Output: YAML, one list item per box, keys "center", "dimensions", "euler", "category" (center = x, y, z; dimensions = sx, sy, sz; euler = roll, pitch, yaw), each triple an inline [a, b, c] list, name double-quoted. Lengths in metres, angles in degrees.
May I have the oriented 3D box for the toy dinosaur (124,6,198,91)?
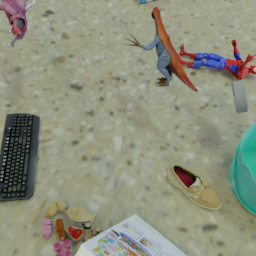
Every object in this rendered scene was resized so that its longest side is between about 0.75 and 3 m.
- center: [1.060, -2.187, 7.546]
  dimensions: [2.157, 1.958, 1.133]
  euler: [14, 27, 23]
  category: "toy dinosaur"

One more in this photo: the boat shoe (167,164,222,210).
- center: [1.794, 1.576, 7.566]
  dimensions: [1.667, 0.553, 0.617]
  euler: [31, 62, 19]
  category: "boat shoe"

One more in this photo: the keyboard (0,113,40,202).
- center: [-3.616, 0.770, 8.265]
  dimensions: [1.835, 0.297, 2.888]
  euler: [-5, 56, -3]
  category: "keyboard"

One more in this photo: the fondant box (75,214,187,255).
- center: [0.302, 2.851, 5.419]
  dimensions: [2.036, 2.822, 0.822]
  euler: [34, 95, 20]
  category: "fondant box"

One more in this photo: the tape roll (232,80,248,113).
- center: [3.019, -0.841, 7.567]
  dimensions: [0.286, 0.866, 0.866]
  euler: [-9, 55, 18]
  category: "tape roll"

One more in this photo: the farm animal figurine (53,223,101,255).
- center: [-0.844, 3.526, 5.892]
  dimensions: [2.381, 1.255, 2.407]
  euler: [25, 46, 28]
  category: "farm animal figurine"

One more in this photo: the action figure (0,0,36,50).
- center: [-3.125, -3.171, 8.042]
  dimensions: [1.399, 1.259, 1.879]
  euler: [-24, 51, -5]
  category: "action figure"

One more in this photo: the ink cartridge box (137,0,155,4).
- center: [0.997, -6.254, 12.667]
  dimensions: [1.359, 0.573, 0.992]
  euler: [-16, 58, -10]
  category: "ink cartridge box"

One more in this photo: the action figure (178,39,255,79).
- center: [3.292, -2.569, 9.819]
  dimensions: [2.926, 1.448, 0.955]
  euler: [17, 59, 8]
  category: "action figure"

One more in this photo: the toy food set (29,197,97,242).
- center: [-1.666, 2.400, 7.124]
  dimensions: [1.607, 0.253, 1.021]
  euler: [17, 61, 22]
  category: "toy food set"

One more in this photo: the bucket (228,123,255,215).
- center: [3.869, 1.124, 7.255]
  dimensions: [2.432, 1.582, 2.432]
  euler: [0, 57, 1]
  category: "bucket"
